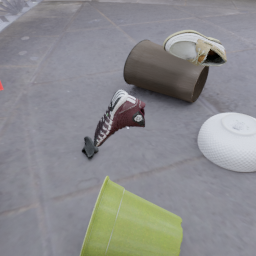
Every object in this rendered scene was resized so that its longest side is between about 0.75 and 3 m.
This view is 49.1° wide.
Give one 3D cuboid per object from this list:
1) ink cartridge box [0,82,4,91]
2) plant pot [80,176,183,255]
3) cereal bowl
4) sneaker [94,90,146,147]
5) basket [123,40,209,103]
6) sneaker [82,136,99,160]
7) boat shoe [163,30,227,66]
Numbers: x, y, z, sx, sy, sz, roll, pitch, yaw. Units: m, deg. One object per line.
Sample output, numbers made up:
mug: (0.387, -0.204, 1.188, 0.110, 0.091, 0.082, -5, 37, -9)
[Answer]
ink cartridge box: (-7.108, -2.231, 12.853, 2.168, 0.550, 2.461, -20, 42, -22)
plant pot: (0.129, 2.297, 6.192, 1.905, 2.006, 2.006, 17, 39, 1)
cereal bowl: (3.623, 0.243, 9.289, 2.464, 1.026, 2.464, 1, 38, 0)
sneaker: (-0.076, -0.026, 3.835, 0.569, 0.985, 0.373, 18, 41, -19)
basket: (1.744, -2.368, 11.955, 2.951, 2.007, 2.660, 24, 34, 22)
sneaker: (-1.354, 0.645, 9.348, 0.511, 0.294, 0.980, -21, 46, -31)
boat shoe: (2.198, -2.431, 8.774, 2.310, 0.863, 0.790, -3, 56, -27)
